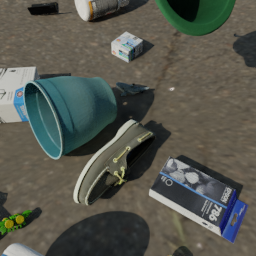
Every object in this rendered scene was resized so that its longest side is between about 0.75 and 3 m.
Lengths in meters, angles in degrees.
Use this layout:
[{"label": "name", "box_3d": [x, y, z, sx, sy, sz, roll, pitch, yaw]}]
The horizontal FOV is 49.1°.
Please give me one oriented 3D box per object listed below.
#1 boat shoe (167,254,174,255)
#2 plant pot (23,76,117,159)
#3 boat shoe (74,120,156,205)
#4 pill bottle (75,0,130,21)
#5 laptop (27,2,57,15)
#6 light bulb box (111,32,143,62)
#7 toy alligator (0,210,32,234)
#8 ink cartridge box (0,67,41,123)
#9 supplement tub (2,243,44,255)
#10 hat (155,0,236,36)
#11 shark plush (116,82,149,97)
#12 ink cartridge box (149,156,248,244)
[{"label": "boat shoe", "box_3d": [1.128, 3.165, 5.741, 0.361, 0.422, 1.151, -14, 65, -15]}, {"label": "plant pot", "box_3d": [-1.436, -0.490, 7.497, 1.929, 2.053, 2.053, -24, 57, -33]}, {"label": "boat shoe", "box_3d": [-0.257, 0.867, 7.016, 0.815, 0.975, 2.728, 25, 54, 23]}, {"label": "pill bottle", "box_3d": [-1.019, -5.149, 11.241, 2.008, 1.169, 1.169, -26, 58, -19]}, {"label": "laptop", "box_3d": [-3.497, -5.041, 11.489, 1.085, 0.632, 1.224, -8, 55, -6]}, {"label": "light bulb box", "box_3d": [-0.034, -2.897, 10.014, 0.810, 0.510, 0.818, 33, 61, 22]}, {"label": "toy alligator", "box_3d": [-2.747, 2.232, 6.336, 1.212, 0.360, 0.329, -18, 94, -36]}, {"label": "ink cartridge box", "box_3d": [-3.772, -0.981, 8.403, 2.085, 0.879, 1.522, -4, 54, -3]}, {"label": "supplement tub", "box_3d": [-1.968, 3.431, 4.689, 1.730, 1.730, 2.391, 21, 56, 14]}, {"label": "hat", "box_3d": [1.168, -3.232, 6.914, 2.129, 2.570, 2.263, -55, 26, -3]}, {"label": "shark plush", "box_3d": [0.132, -1.234, 8.865, 1.031, 0.430, 0.469, 14, 55, 10]}, {"label": "ink cartridge box", "box_3d": [1.737, 1.670, 6.784, 2.237, 0.439, 1.113, 26, 58, 17]}]
